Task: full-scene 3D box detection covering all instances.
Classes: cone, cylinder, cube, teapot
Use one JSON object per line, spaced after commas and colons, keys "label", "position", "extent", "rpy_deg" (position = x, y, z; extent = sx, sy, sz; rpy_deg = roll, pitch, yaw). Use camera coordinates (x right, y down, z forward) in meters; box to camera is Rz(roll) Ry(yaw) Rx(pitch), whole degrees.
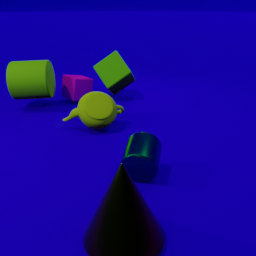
{"label": "cone", "position": [-0.080, 1.168, 4.439], "extent": [1.360, 1.365, 1.360], "rpy_deg": [-1, 20, 0]}
{"label": "cylinder", "position": [-3.376, -1.695, 9.890], "extent": [1.332, 1.332, 1.332], "rpy_deg": [-3, 25, -1]}
{"label": "cube", "position": [-1.968, -1.559, 10.836], "extent": [0.852, 0.852, 0.852], "rpy_deg": [-8, 23, -44]}
{"label": "cube", "position": [-0.513, -2.150, 11.102], "extent": [1.100, 1.100, 1.100], "rpy_deg": [-34, -12, 5]}
{"label": "teapot", "position": [-1.014, -0.464, 8.508], "extent": [1.909, 0.935, 1.187], "rpy_deg": [-8, 68, -18]}
{"label": "cylinder", "position": [0.305, 0.634, 6.191], "extent": [0.812, 0.812, 0.812], "rpy_deg": [5, 37, 11]}
